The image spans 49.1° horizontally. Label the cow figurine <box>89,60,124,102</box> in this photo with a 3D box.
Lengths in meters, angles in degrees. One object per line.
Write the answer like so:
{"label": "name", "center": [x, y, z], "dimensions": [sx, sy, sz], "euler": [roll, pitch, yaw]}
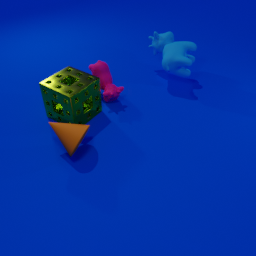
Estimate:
{"label": "cow figurine", "center": [-0.671, -1.416, 8.401], "dimensions": [0.676, 1.232, 1.212], "euler": [-21, 20, -21]}

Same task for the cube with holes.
{"label": "cube with holes", "center": [-1.538, -0.834, 7.749], "dimensions": [1.132, 1.132, 1.132], "euler": [25, 47, 25]}

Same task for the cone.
{"label": "cone", "center": [-1.511, 0.091, 6.678], "dimensions": [0.881, 0.877, 0.877], "euler": [31, 45, -4]}

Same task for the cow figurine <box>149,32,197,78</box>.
{"label": "cow figurine", "center": [1.342, -2.420, 9.084], "dimensions": [1.666, 0.929, 1.693], "euler": [13, 53, 15]}
